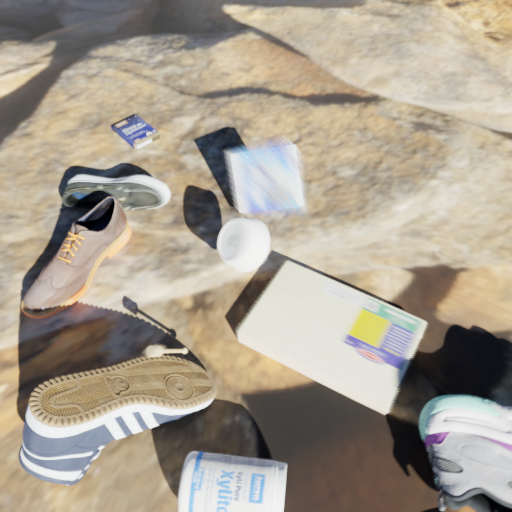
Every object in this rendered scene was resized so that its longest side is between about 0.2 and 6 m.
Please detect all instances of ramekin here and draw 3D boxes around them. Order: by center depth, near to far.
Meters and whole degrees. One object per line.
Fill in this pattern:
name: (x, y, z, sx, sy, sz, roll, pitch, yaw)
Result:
ramekin: (-0.240, -0.205, 8.842, 0.410, 0.879, 0.879, 18, 33, -46)

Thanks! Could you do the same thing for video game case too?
video game case: (0.186, -1.359, 9.988, 1.193, 1.082, 0.271, -4, 13, 26)

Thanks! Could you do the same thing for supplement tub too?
supplement tub: (-0.281, 2.916, 6.955, 1.256, 0.829, 0.829, 4, 50, 4)

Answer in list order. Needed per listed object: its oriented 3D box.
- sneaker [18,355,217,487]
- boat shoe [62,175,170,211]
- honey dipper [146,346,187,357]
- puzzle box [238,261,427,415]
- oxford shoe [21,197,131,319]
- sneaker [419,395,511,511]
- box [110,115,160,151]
sneaker: (-1.873, 2.220, 7.604, 2.650, 1.438, 0.929, 0, 39, -41)
boat shoe: (-2.605, -1.072, 10.356, 2.021, 0.694, 0.572, 4, 45, 12)
honey dipper: (-1.246, 1.368, 8.027, 0.156, 0.822, 0.156, -6, 79, 31)
puzzle box: (1.182, 1.190, 8.719, 2.494, 0.317, 1.659, 24, 54, 19)
oxford shoe: (-3.071, -0.040, 9.369, 0.877, 0.897, 2.461, 20, 53, 16)
sneaker: (3.547, 2.786, 7.014, 2.746, 1.067, 1.921, -4, 51, 8)
box: (-2.633, -2.706, 12.079, 0.641, 0.171, 1.058, -35, 57, -25)
